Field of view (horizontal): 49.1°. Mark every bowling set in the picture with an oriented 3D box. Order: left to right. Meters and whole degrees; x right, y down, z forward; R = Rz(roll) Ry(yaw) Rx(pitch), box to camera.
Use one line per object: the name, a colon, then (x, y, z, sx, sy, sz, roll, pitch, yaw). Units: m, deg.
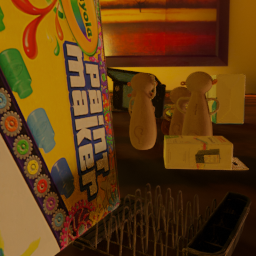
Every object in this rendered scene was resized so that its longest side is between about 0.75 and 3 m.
bowling set: (0.547, -0.399, 5.802, 2.680, 1.439, 1.865, 4, 10, 22)

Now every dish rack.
dish rack: (0.200, 0.711, 2.172, 1.272, 0.347, 0.976, 5, 9, 33)

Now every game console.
game console: (0.131, -1.243, 9.958, 2.149, 1.834, 1.272, 14, 25, 26)

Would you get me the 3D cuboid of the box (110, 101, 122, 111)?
box: (-0.452, -1.105, 13.710, 1.950, 0.479, 1.572, 0, 7, 0)

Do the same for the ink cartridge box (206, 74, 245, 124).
ink cartridge box: (3.209, -1.065, 9.860, 0.895, 1.554, 2.684, -1, 8, 4)

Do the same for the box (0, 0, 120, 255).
box: (-2.038, -0.034, 1.414, 2.931, 1.788, 2.823, -3, 6, 27)

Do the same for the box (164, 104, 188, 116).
box: (2.300, -0.722, 11.344, 1.859, 0.450, 1.091, 2, 9, -2)

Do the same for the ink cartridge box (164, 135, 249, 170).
ink cartridge box: (1.156, 0.356, 4.282, 1.188, 0.400, 0.696, 1, 9, 5)
